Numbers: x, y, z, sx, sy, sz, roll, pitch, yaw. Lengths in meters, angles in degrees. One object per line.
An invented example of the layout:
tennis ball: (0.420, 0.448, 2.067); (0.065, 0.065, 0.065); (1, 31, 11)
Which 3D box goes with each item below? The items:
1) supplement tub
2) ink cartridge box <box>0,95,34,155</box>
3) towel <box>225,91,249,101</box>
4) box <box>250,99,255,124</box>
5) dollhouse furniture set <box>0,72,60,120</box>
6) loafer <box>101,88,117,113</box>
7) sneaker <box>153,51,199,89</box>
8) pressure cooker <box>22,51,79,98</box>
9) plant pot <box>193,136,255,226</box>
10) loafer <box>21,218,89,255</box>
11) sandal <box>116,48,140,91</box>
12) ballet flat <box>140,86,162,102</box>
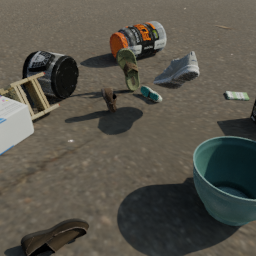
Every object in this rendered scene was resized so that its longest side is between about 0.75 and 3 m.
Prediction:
supplement tub: (0.550, -4.892, 15.830); (2.941, 1.801, 1.801); (-24, 41, -29)
ink cartridge box: (-5.069, -0.226, 9.608); (2.832, 1.199, 2.047); (18, 39, 25)
towel: (4.797, -1.436, 12.299); (0.906, 0.139, 0.676); (4, 36, 5)
box: (5.096, -0.501, 10.074); (0.596, 1.134, 1.385); (-3, 36, -4)
dollhouse furniture set: (-4.053, -1.106, 11.094); (2.084, 1.469, 1.461); (-8, 20, 47)
loafer: (-0.615, -1.046, 10.751); (0.475, 1.339, 0.489); (-15, 58, 6)
sneaker: (1.786, -2.061, 10.295); (0.852, 0.935, 2.279); (12, -13, -30)
pressure cooker: (-3.463, -2.319, 12.092); (2.145, 1.916, 1.886); (15, 18, 21)
plant pot: (2.656, 1.444, 6.961); (2.217, 1.485, 2.217); (-1, 35, 0)
loafer: (-1.591, 2.537, 6.279); (1.541, 0.562, 0.550); (-18, 42, -9)
sandal: (0.128, -2.499, 12.076); (0.809, 2.037, 0.581); (-26, 33, -6)
ballet flat: (1.023, -1.438, 12.171); (0.443, 0.443, 1.234); (-22, 43, -28)
